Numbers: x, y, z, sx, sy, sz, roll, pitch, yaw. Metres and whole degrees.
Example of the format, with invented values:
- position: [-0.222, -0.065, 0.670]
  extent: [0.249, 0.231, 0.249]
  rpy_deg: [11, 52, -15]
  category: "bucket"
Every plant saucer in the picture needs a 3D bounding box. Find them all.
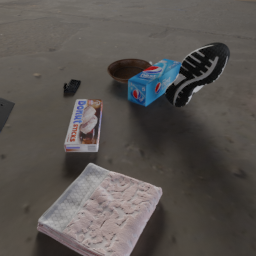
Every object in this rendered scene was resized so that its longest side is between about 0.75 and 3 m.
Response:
- position: [0.095, -2.373, 11.849]
  extent: [1.946, 0.356, 1.946]
  rpy_deg: [-1, 40, 1]
  category: "plant saucer"

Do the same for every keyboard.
- position: [-2.285, -1.686, 11.146]
  extent: [0.625, 0.134, 1.041]
  rpy_deg: [3, 34, 5]
  category: "keyboard"

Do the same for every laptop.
- position: [-5.201, -0.309, 9.174]
  extent: [2.154, 1.248, 2.016]
  rpy_deg: [-26, 32, 12]
  category: "laptop"

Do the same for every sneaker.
- position: [2.176, -1.804, 8.847]
  extent: [1.096, 2.973, 1.189]
  rpy_deg: [43, 63, -1]
  category: "sneaker"

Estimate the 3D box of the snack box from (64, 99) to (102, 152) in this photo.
- position: [-1.323, -0.156, 8.756]
  extent: [0.916, 0.310, 2.548]
  rpy_deg: [-1, 35, -1]
  category: "snack box"

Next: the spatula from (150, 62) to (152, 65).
- position: [0.697, -2.773, 12.737]
  extent: [0.980, 0.113, 1.410]
  rpy_deg: [0, 35, 1]
  category: "spatula"

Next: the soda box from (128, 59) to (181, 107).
- position: [1.057, -1.795, 10.642]
  extent: [0.817, 0.863, 2.546]
  rpy_deg: [22, 41, 29]
  category: "soda box"

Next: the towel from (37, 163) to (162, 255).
- position: [-0.539, 1.716, 6.037]
  extent: [2.007, 0.339, 2.101]
  rpy_deg: [17, 39, 22]
  category: "towel"
